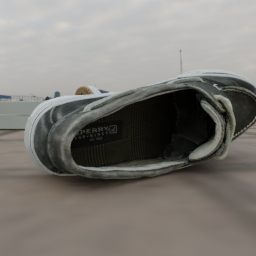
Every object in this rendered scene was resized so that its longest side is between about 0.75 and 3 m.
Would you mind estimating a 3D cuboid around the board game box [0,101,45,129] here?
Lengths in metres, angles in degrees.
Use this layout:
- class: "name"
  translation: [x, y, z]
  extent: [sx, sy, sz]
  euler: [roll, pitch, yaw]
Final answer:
- class: "board game box"
  translation: [-2.736, -0.393, 8.188]
  extent: [1.787, 0.778, 2.422]
  euler: [1, 4, 4]

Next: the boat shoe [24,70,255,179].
- class: "boat shoe"
  translation: [0.413, 0.012, 2.134]
  extent: [2.209, 0.796, 0.783]
  euler: [-14, 18, -29]

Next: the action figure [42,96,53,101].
- class: "action figure"
  translation: [-3.369, -0.908, 13.087]
  extent: [2.629, 1.375, 2.543]
  euler: [0, 12, -10]

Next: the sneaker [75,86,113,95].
- class: "sneaker"
  translation: [0.113, -0.189, 3.921]
  extent: [1.211, 0.783, 2.233]
  euler: [-7, 13, -30]
